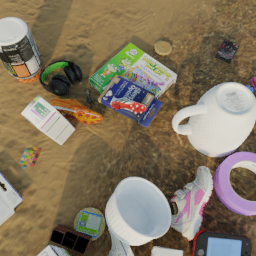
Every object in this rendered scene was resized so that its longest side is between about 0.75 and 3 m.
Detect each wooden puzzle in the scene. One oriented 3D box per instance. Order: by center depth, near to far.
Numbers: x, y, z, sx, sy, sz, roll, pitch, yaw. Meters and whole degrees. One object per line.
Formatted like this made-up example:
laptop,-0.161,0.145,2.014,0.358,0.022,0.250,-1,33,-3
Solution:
wooden puzzle,-3.868,1.168,11.008,0.600,0.071,1.012,14,65,7

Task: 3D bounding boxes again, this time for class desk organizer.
desk organizer,-1.922,3.745,9.436,1.301,0.501,0.466,18,90,8

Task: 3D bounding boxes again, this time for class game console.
game console,2.970,4.266,8.896,2.037,0.316,1.801,11,77,-12

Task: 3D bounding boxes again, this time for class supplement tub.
supplement tub,-4.557,-3.138,11.716,1.576,2.572,1.576,0,64,-1

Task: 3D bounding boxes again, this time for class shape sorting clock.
shape sorting clock,-1.351,3.378,9.846,1.114,0.219,1.114,-1,67,3

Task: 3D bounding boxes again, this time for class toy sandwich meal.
toy sandwich meal,1.638,-3.755,13.298,0.908,0.311,0.908,1,67,-2

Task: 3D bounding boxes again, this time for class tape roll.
tape roll,4.326,2.014,10.242,2.197,0.721,2.197,0,63,0

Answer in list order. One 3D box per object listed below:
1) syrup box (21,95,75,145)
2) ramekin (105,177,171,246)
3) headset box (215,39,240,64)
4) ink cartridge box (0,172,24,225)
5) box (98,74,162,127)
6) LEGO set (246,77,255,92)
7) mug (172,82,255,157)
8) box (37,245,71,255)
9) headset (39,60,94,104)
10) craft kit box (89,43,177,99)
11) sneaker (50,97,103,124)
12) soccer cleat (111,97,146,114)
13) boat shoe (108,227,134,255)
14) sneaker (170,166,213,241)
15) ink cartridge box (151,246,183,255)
syrup box,-2.871,-0.220,10.410,0.895,2.273,0.926,36,79,17
ramekin,0.274,2.750,9.176,2.096,1.022,2.096,22,40,-20
headset box,4.630,-3.546,13.122,0.785,0.396,1.056,29,67,13
ink cartridge box,-5.082,2.649,10.095,2.010,0.408,2.006,-42,71,-18
box,0.123,-1.123,11.323,2.300,0.373,1.393,29,68,11
LEGO set,5.524,-1.281,11.699,0.905,0.974,2.373,-11,65,-5
mug,3.126,-0.349,10.326,2.994,2.625,2.211,-6,64,-3
box,-1.624,4.826,7.959,1.286,2.347,2.660,-40,71,-18
headset,-2.607,-1.969,12.223,2.735,1.285,1.689,28,64,29
craft kit box,0.228,-2.109,12.324,2.768,0.671,2.734,38,67,17
sneaker,-2.107,-0.802,11.564,2.332,0.851,0.899,17,58,6
soccer cleat,0.023,-0.919,10.775,1.385,0.475,0.590,6,44,-4
boat shoe,-0.253,4.253,9.121,0.844,0.857,2.418,-22,73,-13
sneaker,2.159,2.453,9.831,1.158,1.068,2.625,22,66,8
ink cartridge box,1.099,4.754,8.459,0.906,1.504,2.070,4,64,2
